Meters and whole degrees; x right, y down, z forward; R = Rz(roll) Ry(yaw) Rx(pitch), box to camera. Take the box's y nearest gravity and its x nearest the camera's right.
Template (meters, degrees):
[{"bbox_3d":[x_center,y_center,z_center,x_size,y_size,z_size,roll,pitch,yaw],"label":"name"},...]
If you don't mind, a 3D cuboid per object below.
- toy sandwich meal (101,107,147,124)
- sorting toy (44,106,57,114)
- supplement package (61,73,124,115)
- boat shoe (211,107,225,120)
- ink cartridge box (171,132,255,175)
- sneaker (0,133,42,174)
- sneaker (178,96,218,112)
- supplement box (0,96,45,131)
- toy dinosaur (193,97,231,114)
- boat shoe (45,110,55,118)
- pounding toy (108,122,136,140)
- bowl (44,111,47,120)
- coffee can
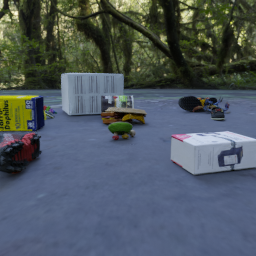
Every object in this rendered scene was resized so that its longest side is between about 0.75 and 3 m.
[{"bbox_3d":[-0.137,-0.478,11.994,1.987,0.681,1.987,4,1,0],"label":"toy sandwich meal"},{"bbox_3d":[-4.170,-0.883,15.064,0.503,0.506,1.460,22,-6,-34],"label":"sorting toy"},{"bbox_3d":[-2.070,-1.960,15.719,2.952,2.171,2.823,-4,11,-19],"label":"supplement package"},{"bbox_3d":[4.291,-0.695,13.460,0.613,0.525,1.676,2,12,9],"label":"boat shoe"},{"bbox_3d":[1.887,0.506,6.221,1.543,0.651,1.117,-3,10,-16],"label":"ink cartridge box"},{"bbox_3d":[-2.567,0.523,6.036,0.954,0.690,1.953,0,8,-1],"label":"sneaker"},{"bbox_3d":[3.984,-1.391,16.664,2.600,0.909,1.170,-1,0,-21],"label":"sneaker"},{"bbox_3d":[-4.471,-0.585,10.686,2.263,1.231,1.239,0,10,-2],"label":"supplement box"},{"bbox_3d":[4.892,-1.225,15.787,1.654,0.957,1.823,15,-13,-41],"label":"toy dinosaur"},{"bbox_3d":[-3.829,-0.672,13.632,0.755,0.283,0.233,19,61,32],"label":"boat shoe"},{"bbox_3d":[-0.203,0.196,8.949,0.776,0.467,1.006,-8,-22,16],"label":"pounding toy"},{"bbox_3d":[-4.683,-0.842,12.980,1.735,0.934,1.735,-1,8,0],"label":"bowl"},{"bbox_3d":[-0.532,-1.007,13.442,1.508,1.103,1.103,-1,10,-7],"label":"coffee can"}]
